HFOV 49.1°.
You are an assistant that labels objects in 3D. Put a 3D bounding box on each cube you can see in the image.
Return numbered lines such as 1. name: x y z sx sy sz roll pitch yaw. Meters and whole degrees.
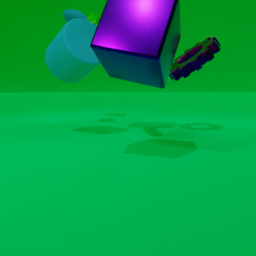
1. cube: 0.201 -1.506 4.812 1.138 1.138 1.138 15 -11 15

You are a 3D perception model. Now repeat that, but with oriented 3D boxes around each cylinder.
1. cylinder: -1.352 -1.966 7.289 1.235 1.235 1.235 -6 -11 -39

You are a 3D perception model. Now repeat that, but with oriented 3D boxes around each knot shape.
1. knot shape: -1.592 -3.220 9.227 0.637 1.290 1.378 -27 12 -6

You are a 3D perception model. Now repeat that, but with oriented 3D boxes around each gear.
1. gear: 1.863 -1.993 8.066 1.615 0.299 1.615 -36 18 13

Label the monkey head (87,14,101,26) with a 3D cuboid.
1. monkey head: -1.613 -3.995 11.199 1.298 1.804 1.087 20 51 -5
